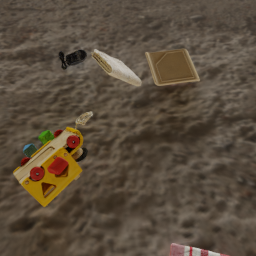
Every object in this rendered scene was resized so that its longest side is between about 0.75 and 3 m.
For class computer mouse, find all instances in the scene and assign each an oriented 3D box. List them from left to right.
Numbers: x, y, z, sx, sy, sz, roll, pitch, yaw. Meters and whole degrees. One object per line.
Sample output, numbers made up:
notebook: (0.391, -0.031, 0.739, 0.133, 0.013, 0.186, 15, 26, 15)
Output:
computer mouse: (-1.977, -2.561, 10.250, 1.025, 0.270, 0.710, -15, 84, 3)

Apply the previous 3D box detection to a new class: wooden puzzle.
wooden puzzle: (1.563, -2.160, 10.003, 1.681, 0.313, 1.555, -6, 59, -11)

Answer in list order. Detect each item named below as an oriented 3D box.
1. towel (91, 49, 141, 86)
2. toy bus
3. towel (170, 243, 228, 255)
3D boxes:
towel: (-0.407, -2.014, 9.209, 1.265, 0.329, 1.909, 15, 24, -37)
toy bus: (-1.709, 0.889, 7.080, 2.218, 1.146, 2.093, -22, 29, 21)
towel: (1.685, 3.200, 5.913, 1.699, 0.193, 1.224, 9, 42, 9)
